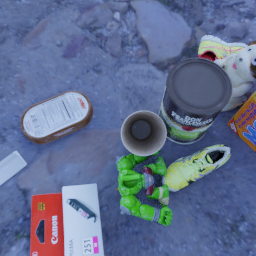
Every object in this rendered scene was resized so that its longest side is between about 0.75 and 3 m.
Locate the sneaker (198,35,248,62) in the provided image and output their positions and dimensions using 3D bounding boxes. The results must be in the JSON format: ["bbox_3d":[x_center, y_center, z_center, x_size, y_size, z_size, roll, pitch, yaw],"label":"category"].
[{"bbox_3d":[3.901,-2.838,11.190,2.381,0.931,1.075,22,70,20],"label":"sneaker"}]

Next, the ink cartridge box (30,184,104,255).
[{"bbox_3d":[-1.913,3.022,8.612,2.128,0.534,2.452,-3,58,-12],"label":"ink cartridge box"}]

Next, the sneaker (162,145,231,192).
[{"bbox_3d":[2.278,1.221,9.439,2.628,1.004,0.991,-30,73,-10],"label":"sneaker"}]

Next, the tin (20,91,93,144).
[{"bbox_3d":[-2.618,-0.414,10.384,2.715,0.568,1.520,-25,74,-10],"label":"tin"}]

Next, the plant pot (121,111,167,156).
[{"bbox_3d":[0.489,0.123,9.477,1.431,1.528,1.431,0,94,0],"label":"plant pot"}]

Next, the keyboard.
[{"bbox_3d":[-4.743,1.828,9.688,2.538,0.135,0.714,-39,78,-14],"label":"keyboard"}]

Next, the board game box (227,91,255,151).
[{"bbox_3d":[5.690,-0.491,9.110,2.865,2.867,2.866,-38,73,-14],"label":"board game box"}]

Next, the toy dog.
[{"bbox_3d":[4.167,-1.842,9.865,2.434,2.511,1.752,3,69,1],"label":"toy dog"}]

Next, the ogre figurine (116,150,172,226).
[{"bbox_3d":[0.453,1.745,9.085,1.616,1.323,2.696,1,79,-13],"label":"ogre figurine"}]

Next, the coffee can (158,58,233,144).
[{"bbox_3d":[2.080,-0.770,9.357,1.926,2.631,1.926,0,68,0],"label":"coffee can"}]
